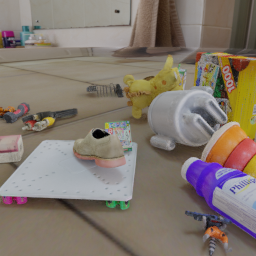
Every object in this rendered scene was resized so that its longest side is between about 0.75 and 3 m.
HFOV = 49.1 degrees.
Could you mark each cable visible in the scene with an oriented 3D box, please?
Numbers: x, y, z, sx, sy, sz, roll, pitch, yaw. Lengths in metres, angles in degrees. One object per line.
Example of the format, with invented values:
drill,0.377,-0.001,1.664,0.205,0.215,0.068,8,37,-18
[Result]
cable,-3.008,-0.315,10.892,1.293,0.670,2.662,-10,3,23

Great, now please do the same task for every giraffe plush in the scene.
giraffe plush,1.033,-1.368,11.029,2.147,2.285,2.648,-15,-22,16

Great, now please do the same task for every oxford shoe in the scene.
oxford shoe,-0.752,0.378,6.891,0.778,0.811,2.197,-10,10,-35

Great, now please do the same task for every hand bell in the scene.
hand bell,1.736,-1.842,14.088,1.420,1.420,2.727,12,12,29

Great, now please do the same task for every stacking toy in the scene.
stacking toy,2.896,0.889,6.762,1.422,1.422,1.946,-18,46,-40

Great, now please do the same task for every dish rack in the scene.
dish rack,-1.267,-2.028,15.166,1.944,0.530,1.491,-4,19,-7

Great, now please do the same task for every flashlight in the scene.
flashlight,-4.544,-0.646,11.437,0.485,0.487,1.434,4,20,11

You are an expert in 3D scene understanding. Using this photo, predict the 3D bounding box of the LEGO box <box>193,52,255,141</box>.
LEGO box,3.047,-0.914,8.884,1.060,2.747,2.046,-7,21,-21

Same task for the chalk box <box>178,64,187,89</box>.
chalk box,2.832,-2.940,16.138,0.924,1.492,0.928,7,22,19

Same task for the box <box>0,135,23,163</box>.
box,-3.579,0.601,7.936,1.057,0.576,0.676,-4,21,-11

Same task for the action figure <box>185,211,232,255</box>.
action figure,1.405,1.801,4.989,0.859,0.449,0.831,14,16,6

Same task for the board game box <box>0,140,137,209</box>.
board game box,-1.231,1.038,7.070,2.822,0.365,2.822,2,21,4

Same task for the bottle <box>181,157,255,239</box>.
bottle,2.122,1.319,5.666,1.033,0.807,2.472,-14,25,-28

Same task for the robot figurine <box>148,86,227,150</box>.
robot figurine,1.648,-0.348,8.573,2.413,1.606,2.845,-49,20,-13

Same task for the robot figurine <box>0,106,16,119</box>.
robot figurine,-5.305,-0.655,11.609,1.289,0.375,0.934,0,22,-1

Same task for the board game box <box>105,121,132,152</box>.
board game box,-0.280,0.233,7.861,0.729,0.158,1.084,-5,44,-1
